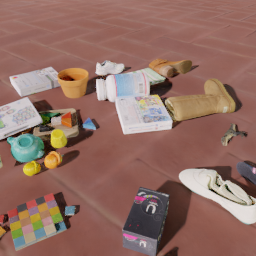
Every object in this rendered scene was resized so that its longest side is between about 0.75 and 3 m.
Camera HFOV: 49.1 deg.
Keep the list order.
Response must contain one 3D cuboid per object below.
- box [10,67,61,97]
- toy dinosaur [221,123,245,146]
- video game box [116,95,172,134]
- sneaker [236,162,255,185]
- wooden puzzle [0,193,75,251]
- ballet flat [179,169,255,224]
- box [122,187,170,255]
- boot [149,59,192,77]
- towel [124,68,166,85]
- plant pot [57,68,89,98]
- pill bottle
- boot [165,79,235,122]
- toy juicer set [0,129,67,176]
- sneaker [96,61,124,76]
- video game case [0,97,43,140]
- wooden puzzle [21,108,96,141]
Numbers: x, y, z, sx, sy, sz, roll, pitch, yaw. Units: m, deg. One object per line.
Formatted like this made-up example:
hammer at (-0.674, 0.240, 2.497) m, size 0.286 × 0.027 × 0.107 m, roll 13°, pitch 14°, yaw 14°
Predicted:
box at (-4.649, -2.412, 14.335) m, size 2.235 × 0.460 × 1.742 m, roll -21°, pitch 40°, yaw -28°
toy dinosaur at (4.123, 0.195, 10.827) m, size 0.712 × 0.383 × 1.615 m, roll 13°, pitch 34°, yaw 28°
video game box at (0.600, -0.632, 11.830) m, size 1.974 × 0.507 × 2.167 m, roll -8°, pitch 37°, yaw -7°
sneaker at (4.113, 1.527, 8.984) m, size 0.537 × 0.460 × 1.310 m, roll -4°, pitch 34°, yaw -37°
wooden puzzle at (-2.555, 2.529, 7.712) m, size 2.232 × 0.157 × 1.324 m, roll -18°, pitch 40°, yaw -22°
ballet flat at (2.672, 1.743, 8.248) m, size 0.898 × 0.898 × 2.586 m, roll -29°, pitch 44°, yaw -34°
box at (0.498, 2.413, 7.361) m, size 0.898 × 0.779 × 1.469 m, roll 11°, pitch 38°, yaw 15°
boot at (2.381, -3.493, 15.711) m, size 2.115 × 0.811 × 1.642 m, roll -28°, pitch 39°, yaw -23°
towel at (0.549, -2.641, 14.814) m, size 2.346 × 0.274 × 1.789 m, roll -18°, pitch 39°, yaw -23°
plant pot at (-2.588, -2.102, 13.418) m, size 1.466 × 1.026 × 1.466 m, roll 0°, pitch 35°, yaw 0°
pill bottle at (-0.246, -1.848, 12.869) m, size 2.311 × 1.257 × 1.257 m, roll -6°, pitch 36°, yaw -10°
boot at (2.989, -1.332, 12.474) m, size 2.768 × 0.915 × 2.424 m, roll -8°, pitch 37°, yaw -10°
toy juicer set at (-3.522, 0.914, 9.638) m, size 2.744 × 0.747 × 1.746 m, roll -1°, pitch 54°, yaw -8°
sneaker at (-0.965, -3.351, 15.417) m, size 1.667 × 0.726 × 0.621 m, roll -15°, pitch 38°, yaw -21°
video game case at (-4.777, -0.415, 11.463) m, size 2.016 × 0.262 × 2.215 m, roll -25°, pitch 39°, yaw -20°
wooden puzzle at (-2.956, -0.217, 11.392) m, size 2.969 × 0.347 × 2.003 m, roll -11°, pitch 37°, yaw -15°
